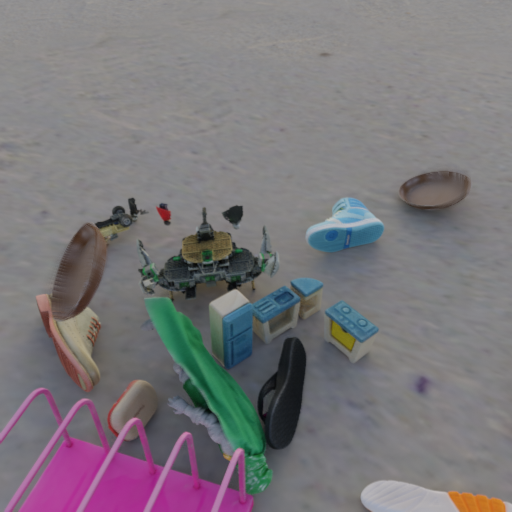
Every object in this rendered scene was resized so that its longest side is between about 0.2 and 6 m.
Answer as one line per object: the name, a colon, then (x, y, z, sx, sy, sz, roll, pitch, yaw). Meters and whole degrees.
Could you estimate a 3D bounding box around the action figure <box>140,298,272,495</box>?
action figure: (-0.632, 1.946, 7.699, 0.773, 1.670, 2.827, -42, 58, 6)

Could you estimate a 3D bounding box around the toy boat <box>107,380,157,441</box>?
toy boat: (-1.828, 2.180, 7.989, 0.568, 0.567, 0.869, -8, 32, 38)

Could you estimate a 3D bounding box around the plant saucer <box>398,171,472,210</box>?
plant saucer: (3.785, -1.355, 11.860, 1.482, 0.238, 1.482, -12, 31, 7)

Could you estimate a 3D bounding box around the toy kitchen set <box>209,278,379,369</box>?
toy kitchen set: (0.588, 1.130, 8.568, 2.046, 1.205, 1.639, -29, 49, -28)

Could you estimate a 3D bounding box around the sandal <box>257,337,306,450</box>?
sandal: (0.352, 1.999, 8.113, 0.455, 0.715, 1.902, -14, 30, 24)

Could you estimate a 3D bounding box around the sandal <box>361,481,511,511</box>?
sandal: (2.302, 3.253, 6.714, 2.099, 0.602, 0.804, 2, 15, 34)

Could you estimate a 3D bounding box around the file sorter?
file sorter: (-1.607, 2.850, 6.259, 2.716, 1.703, 1.887, 12, 44, 13)

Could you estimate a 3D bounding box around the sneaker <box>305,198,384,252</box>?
sneaker: (1.575, -0.658, 11.029, 1.629, 0.648, 1.064, -6, 43, -21)

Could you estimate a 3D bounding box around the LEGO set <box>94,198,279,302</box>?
LEGO set: (-1.277, -0.005, 10.232, 2.672, 1.166, 4.115, -26, 35, -29)

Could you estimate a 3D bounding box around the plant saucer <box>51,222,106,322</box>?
plant saucer: (-2.392, 0.235, 7.626, 0.241, 1.401, 1.401, 22, 29, -35)

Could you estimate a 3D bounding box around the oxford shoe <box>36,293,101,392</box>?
oxford shoe: (-2.812, 1.203, 8.831, 0.807, 0.774, 2.187, -21, 46, -25)
